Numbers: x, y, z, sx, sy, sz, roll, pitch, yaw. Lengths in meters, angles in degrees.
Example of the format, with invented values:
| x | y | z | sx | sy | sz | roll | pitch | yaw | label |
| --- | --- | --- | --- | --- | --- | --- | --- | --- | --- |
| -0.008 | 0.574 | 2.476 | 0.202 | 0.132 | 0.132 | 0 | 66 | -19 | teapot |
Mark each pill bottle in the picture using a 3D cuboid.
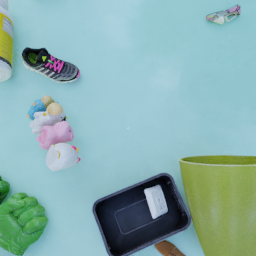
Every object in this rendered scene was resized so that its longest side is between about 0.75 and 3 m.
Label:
| x | y | z | sx | sy | sz | roll | pitch | yaw | label |
| --- | --- | --- | --- | --- | --- | --- | --- | --- | --- |
| -4.416 | -2.939 | 8.827 | 1.497 | 1.497 | 2.689 | -4 | 75 | -1 | pill bottle |

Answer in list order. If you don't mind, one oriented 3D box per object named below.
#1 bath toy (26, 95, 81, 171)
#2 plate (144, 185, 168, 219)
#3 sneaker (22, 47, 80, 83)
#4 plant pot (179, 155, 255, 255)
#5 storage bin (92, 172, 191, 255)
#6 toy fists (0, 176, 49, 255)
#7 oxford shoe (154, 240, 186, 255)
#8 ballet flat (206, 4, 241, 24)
| x | y | z | sx | sy | sz | roll | pitch | yaw | label |
| --- | --- | --- | --- | --- | --- | --- | --- | --- | --- |
| -1.999 | 0.137 | 7.891 | 1.094 | 0.930 | 2.516 | -51 | 50 | 21 | bath toy |
| 0.798 | 1.963 | 7.549 | 0.126 | 0.780 | 0.781 | -24 | 77 | 33 | plate |
| -2.513 | -2.039 | 8.899 | 1.994 | 0.872 | 0.736 | 20 | 76 | 5 | sneaker |
| 2.576 | 2.097 | 7.230 | 2.437 | 2.437 | 2.605 | -1 | 90 | 0 | plant pot |
| 0.331 | 2.334 | 7.559 | 2.287 | 1.072 | 1.546 | -21 | 74 | -8 | storage bin |
| -3.547 | 2.205 | 7.719 | 2.774 | 0.954 | 1.414 | 29 | 74 | 9 | toy fists |
| 1.252 | 3.443 | 7.666 | 1.162 | 0.414 | 0.414 | 30 | 78 | 10 | oxford shoe |
| 3.335 | -3.870 | 9.669 | 1.283 | 0.444 | 0.457 | -21 | 95 | -6 | ballet flat |
